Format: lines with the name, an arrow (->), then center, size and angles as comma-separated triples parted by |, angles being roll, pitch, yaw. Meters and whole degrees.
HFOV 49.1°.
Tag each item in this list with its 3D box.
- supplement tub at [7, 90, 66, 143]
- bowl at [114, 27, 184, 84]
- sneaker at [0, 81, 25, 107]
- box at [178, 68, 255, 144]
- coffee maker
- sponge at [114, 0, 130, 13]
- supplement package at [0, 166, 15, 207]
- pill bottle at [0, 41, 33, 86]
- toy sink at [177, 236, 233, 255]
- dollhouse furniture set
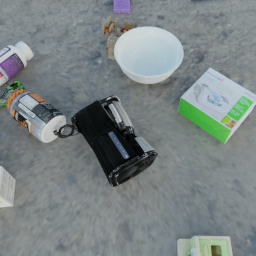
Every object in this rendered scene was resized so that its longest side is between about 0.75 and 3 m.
supplement tub -> -2.691, -0.389, 8.172 | 1.619, 0.992, 0.992 | 35, 66, 19
bowl -> 0.648, -2.210, 9.212 | 2.191, 0.985, 2.191 | 0, 60, 0
sneaker -> -3.831, -1.118, 8.894 | 0.422, 0.460, 1.080 | 35, 67, 18
box -> 2.685, -0.696, 8.446 | 1.747, 0.845, 1.542 | 39, 69, 21
coffee maker -> -0.567, 0.479, 7.625 | 2.024, 1.419, 2.107 | -36, 63, 7
sponge -> -0.257, -5.093, 11.326 | 0.653, 0.175, 1.170 | -1, 61, -1
supplement package -> -3.422, 1.522, 7.073 | 0.758, 0.998, 0.752 | -5, 60, -3
pill bottle -> -3.936, -2.175, 9.265 | 0.853, 0.853, 1.531 | 35, 66, 18
toy sink -> 1.770, 2.920, 6.485 | 1.135, 0.636, 0.740 | 2, 60, 1
dollhouse furniture set -> -0.235, -3.191, 10.046 | 1.537, 0.792, 1.520 | 20, 51, 11
